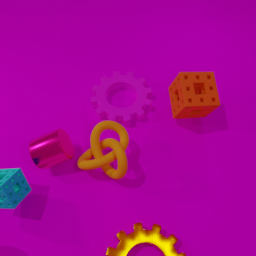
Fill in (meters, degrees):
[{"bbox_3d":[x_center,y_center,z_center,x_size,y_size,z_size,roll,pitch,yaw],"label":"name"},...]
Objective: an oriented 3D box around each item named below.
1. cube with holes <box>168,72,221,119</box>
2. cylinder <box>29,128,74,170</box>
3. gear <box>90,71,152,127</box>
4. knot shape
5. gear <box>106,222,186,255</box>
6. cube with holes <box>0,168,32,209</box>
[{"bbox_3d":[1.960,-0.970,8.465,1.065,1.065,1.065,-3,74,-11],"label":"cube with holes"},{"bbox_3d":[-2.135,0.595,7.890,0.922,0.922,0.922,-22,61,8],"label":"cylinder"},{"bbox_3d":[-0.210,-1.002,9.261,1.994,0.369,1.994,0,60,0],"label":"gear"},{"bbox_3d":[-0.718,0.698,7.816,1.551,0.766,1.657,-22,60,18],"label":"knot shape"},{"bbox_3d":[0.426,3.336,6.764,1.962,0.363,1.962,0,60,1],"label":"gear"},{"bbox_3d":[-3.062,1.525,7.090,0.710,0.710,0.710,-6,26,24],"label":"cube with holes"}]
